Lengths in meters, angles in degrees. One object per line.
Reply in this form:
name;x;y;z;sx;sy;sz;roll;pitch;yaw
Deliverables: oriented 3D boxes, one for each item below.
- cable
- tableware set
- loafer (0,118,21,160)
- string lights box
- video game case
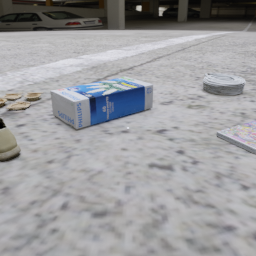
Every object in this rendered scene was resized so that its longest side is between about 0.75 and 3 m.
cable;3.539;-1.627;10.404;1.508;0.522;1.508;9;25;16
tableware set;-3.686;-0.930;9.145;1.433;0.199;1.716;3;23;8
loafer;-2.999;0.069;6.135;1.973;0.674;0.747;18;29;37
string lights box;-0.687;-0.806;8.067;2.651;0.782;1.362;-18;29;-36
video game case;3.041;0.166;6.608;1.541;0.139;1.103;-13;26;-28
